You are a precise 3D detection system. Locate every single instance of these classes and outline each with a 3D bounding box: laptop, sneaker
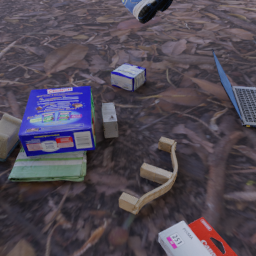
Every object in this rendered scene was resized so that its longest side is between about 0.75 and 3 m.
[{"bbox_3d":[4.396,-1.449,9.894,2.879,1.669,2.696,5,38,6],"label":"laptop"},{"bbox_3d":[0.851,-4.424,9.263,1.037,1.020,2.693,39,49,9],"label":"sneaker"}]

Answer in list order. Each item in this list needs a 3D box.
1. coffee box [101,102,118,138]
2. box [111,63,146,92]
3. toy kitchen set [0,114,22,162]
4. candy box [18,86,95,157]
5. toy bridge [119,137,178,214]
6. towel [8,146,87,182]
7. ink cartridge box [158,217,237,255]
[{"bbox_3d":[-0.604,-0.279,9.190,0.454,0.651,1.138,-6,36,-6],"label":"coffee box"},{"bbox_3d":[0.034,-2.127,11.661,1.065,0.607,1.157,20,42,25],"label":"box"},{"bbox_3d":[-4.836,0.473,7.830,2.870,1.691,2.299,21,37,-5],"label":"toy kitchen set"},{"bbox_3d":[-2.026,-0.304,8.508,1.981,0.902,2.343,-5,39,-4],"label":"candy box"},{"bbox_3d":[0.771,1.241,7.399,0.922,0.373,2.742,18,41,21],"label":"toy bridge"},{"bbox_3d":[-2.151,0.558,8.389,2.008,0.308,2.632,-1,38,-1],"label":"towel"},{"bbox_3d":[1.540,2.535,5.743,1.269,0.318,1.462,-19,41,-22],"label":"ink cartridge box"}]
